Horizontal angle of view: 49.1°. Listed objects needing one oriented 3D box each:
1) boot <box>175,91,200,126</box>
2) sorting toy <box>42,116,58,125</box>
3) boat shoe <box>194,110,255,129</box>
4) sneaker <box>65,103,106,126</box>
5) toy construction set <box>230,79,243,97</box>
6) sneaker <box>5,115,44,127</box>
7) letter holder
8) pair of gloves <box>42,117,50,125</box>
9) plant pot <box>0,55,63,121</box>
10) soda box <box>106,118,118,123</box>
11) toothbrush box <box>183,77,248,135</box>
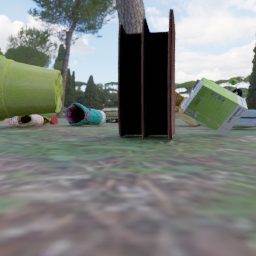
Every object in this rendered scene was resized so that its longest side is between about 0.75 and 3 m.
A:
[{"bbox_3d":[3.198,-0.632,13.284,2.131,1.047,2.977,32,15,-35],"label":"boot"},{"bbox_3d":[-4.561,-0.341,15.343,0.506,0.509,1.469,-27,-17,36],"label":"sorting toy"},{"bbox_3d":[3.585,-0.276,10.169,2.405,0.866,0.746,7,-16,17],"label":"boat shoe"},{"bbox_3d":[-2.477,-0.585,13.350,2.559,1.070,1.545,4,-5,40],"label":"sneaker"},{"bbox_3d":[4.614,-0.931,14.631,2.656,2.215,2.041,-25,-3,42],"label":"toy construction set"},{"bbox_3d":[-4.792,-0.420,12.345,1.876,0.706,0.981,5,-2,14],"label":"sneaker"},{"bbox_3d":[0.379,-0.998,5.848,1.219,2.425,1.723,0,2,9],"label":"letter holder"},{"bbox_3d":[-4.797,-0.602,13.443,1.632,0.227,1.832,-6,-30,42],"label":"pair of gloves"},{"bbox_3d":[-3.832,-1.477,10.977,2.347,2.553,2.553,2,2,-4],"label":"plant pot"},{"bbox_3d":[-1.049,-0.502,18.917,0.911,0.322,0.288,1,5,5],"label":"soda box"},{"bbox_3d":[2.068,-0.522,6.734,1.200,0.874,0.517,27,35,-3],"label":"toothbrush box"}]
